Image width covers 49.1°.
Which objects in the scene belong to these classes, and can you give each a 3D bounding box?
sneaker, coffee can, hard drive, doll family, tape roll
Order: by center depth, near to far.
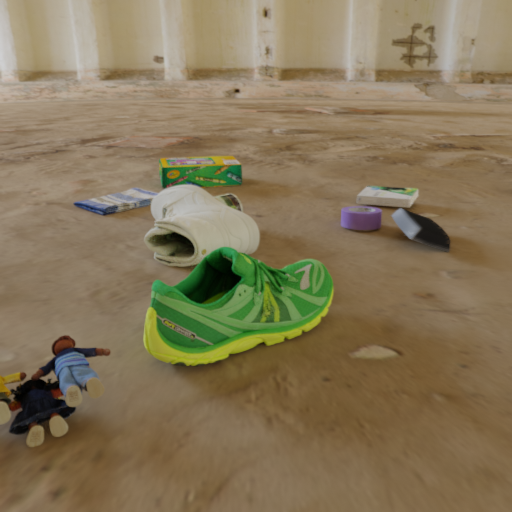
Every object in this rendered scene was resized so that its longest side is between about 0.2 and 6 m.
[{"bbox_3d":[-2.498,1.424,5.901,1.956,0.768,1.131,-5,16,-28],"label":"doll family"},{"bbox_3d":[-0.057,0.489,7.524,3.101,1.296,1.149,-17,25,-39],"label":"sneaker"},{"bbox_3d":[-1.582,-0.654,10.948,1.754,1.118,3.036,-14,25,-41],"label":"sneaker"},{"bbox_3d":[3.376,-0.560,11.447,0.945,0.296,1.401,18,21,-9],"label":"hard drive"},{"bbox_3d":[-0.897,-0.933,12.225,0.738,0.738,1.009,19,26,41],"label":"coffee can"},{"bbox_3d":[2.336,-0.845,12.447,0.887,0.377,0.887,0,16,0],"label":"tape roll"}]

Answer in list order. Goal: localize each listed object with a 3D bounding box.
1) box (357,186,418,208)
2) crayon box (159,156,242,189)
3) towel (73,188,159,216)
[{"bbox_3d":[3.367,-1.530,14.315,1.351,0.245,0.975,8,26,25],"label":"box"},{"bbox_3d":[-1.677,-2.499,16.636,2.314,0.674,1.374,-4,20,-11],"label":"crayon box"},{"bbox_3d":[-3.478,-1.429,14.373,1.418,0.230,1.930,17,26,40],"label":"towel"}]
